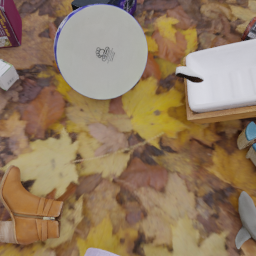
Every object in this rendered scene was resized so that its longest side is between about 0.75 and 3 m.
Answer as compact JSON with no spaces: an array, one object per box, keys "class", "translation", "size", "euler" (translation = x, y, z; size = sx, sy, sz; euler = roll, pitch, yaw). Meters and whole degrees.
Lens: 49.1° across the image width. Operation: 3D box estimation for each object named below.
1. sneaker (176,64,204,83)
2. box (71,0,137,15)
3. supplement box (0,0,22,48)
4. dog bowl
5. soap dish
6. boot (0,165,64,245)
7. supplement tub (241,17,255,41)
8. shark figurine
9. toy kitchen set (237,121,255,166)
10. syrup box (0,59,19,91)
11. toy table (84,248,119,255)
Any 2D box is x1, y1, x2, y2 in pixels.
[{"class":"sneaker","translation":[1.624,-1.434,7.248],"size":[0.842,0.307,0.357],"euler":[16,66,-23]},{"class":"box","translation":[-0.708,-4.190,9.704],"size":[1.043,1.867,2.645],"euler":[27,67,13]},{"class":"supplement box","translation":[-5.265,-3.735,9.523],"size":[2.729,1.786,1.408],"euler":[-7,64,-4]},{"class":"dog bowl","translation":[-0.807,-2.224,8.278],"size":[2.662,2.662,1.049],"euler":[-19,24,-9]},{"class":"soap dish","translation":[3.189,-1.319,8.242],"size":[2.940,1.194,2.313],"euler":[-8,61,18]},{"class":"boot","translation":[-2.485,1.946,7.331],"size":[1.569,0.747,2.028],"euler":[-2,73,-2]},{"class":"supplement tub","translation":[4.909,-3.088,9.688],"size":[1.718,0.919,0.919],"euler":[33,68,16]},{"class":"shark figurine","translation":[3.654,2.675,6.841],"size":[2.295,0.958,1.371],"euler":[31,69,16]},{"class":"toy kitchen set","translation":[4.472,0.584,7.604],"size":[1.878,1.381,2.345],"euler":[-23,66,-11]},{"class":"syrup box","translation":[-4.548,-1.985,9.269],"size":[1.665,0.678,0.656],"euler":[27,64,13]},{"class":"toy table","translation":[0.100,3.846,5.499],"size":[2.869,2.637,1.680],"euler":[26,54,-1]}]
